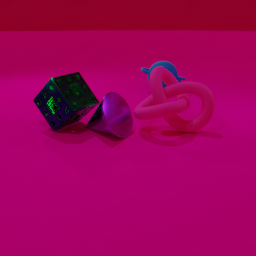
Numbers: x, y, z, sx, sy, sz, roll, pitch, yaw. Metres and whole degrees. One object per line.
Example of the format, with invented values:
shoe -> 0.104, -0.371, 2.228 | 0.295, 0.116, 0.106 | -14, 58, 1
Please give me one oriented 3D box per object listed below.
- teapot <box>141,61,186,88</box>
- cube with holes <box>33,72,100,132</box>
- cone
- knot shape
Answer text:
teapot -> 1.412, -2.073, 10.993 | 1.859, 1.156, 0.910 | 14, 26, -2
cube with holes -> -1.571, -0.680, 7.156 | 0.988, 0.988, 0.988 | -36, -3, 37
cone -> -0.671, -0.170, 7.022 | 1.151, 1.147, 1.147 | -19, 8, 33
knot shape -> 1.248, -0.655, 7.096 | 1.851, 0.914, 1.978 | 23, 53, 13
